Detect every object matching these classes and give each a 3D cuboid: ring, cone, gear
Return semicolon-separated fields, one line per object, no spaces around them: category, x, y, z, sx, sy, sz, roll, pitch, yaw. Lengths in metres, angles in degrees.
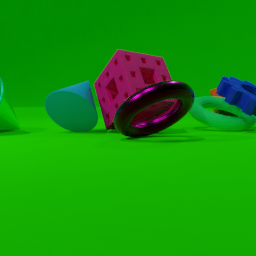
ring;2.582;-0.437;7.731;1.835;0.367;1.835;5;26;-2
cone;-3.150;-0.281;6.832;1.608;1.608;1.614;2;-22;21
gear;3.385;-0.736;7.347;2.088;0.386;2.088;16;27;-8
cone;-1.156;-0.777;6.808;1.263;1.263;1.268;1;44;16
ring;0.499;-0.315;5.278;1.606;0.321;1.606;-18;-25;-9

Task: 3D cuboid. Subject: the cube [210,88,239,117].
cube;3.255;-0.792;9.109;0.871;0.871;0.871;-15;36;8

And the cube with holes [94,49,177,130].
cube with holes;0.170;-0.853;6.779;1.326;1.326;1.326;0;-28;-34
